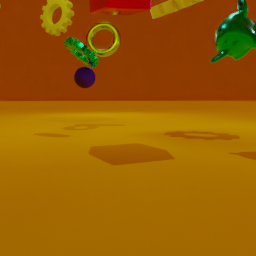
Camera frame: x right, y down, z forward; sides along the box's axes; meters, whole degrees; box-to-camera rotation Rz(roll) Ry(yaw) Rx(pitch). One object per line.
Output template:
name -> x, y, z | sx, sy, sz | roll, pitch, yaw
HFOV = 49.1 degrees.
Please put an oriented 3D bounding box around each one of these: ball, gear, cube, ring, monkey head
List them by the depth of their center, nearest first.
monkey head -> 2.106, -1.723, 5.241 | 0.779, 1.292, 0.930 | 19, 12, -21
cube -> -0.205, -3.147, 6.219 | 1.070, 1.070, 1.070 | -9, 18, -26
gear -> -2.151, -3.403, 8.469 | 1.149, 1.149, 0.212 | 3, 1, 29
gear -> 1.587, -3.871, 8.646 | 1.806, 0.334, 1.806 | -19, 21, 7
gear -> -1.638, -2.662, 9.903 | 1.337, 0.247, 1.337 | 33, -8, 5
ball -> -1.601, -1.875, 10.399 | 0.792, 0.792, 0.792 | 0, 6, 0
ring -> -0.967, -3.484, 11.014 | 1.383, 1.383, 0.277 | 1, -2, 7
